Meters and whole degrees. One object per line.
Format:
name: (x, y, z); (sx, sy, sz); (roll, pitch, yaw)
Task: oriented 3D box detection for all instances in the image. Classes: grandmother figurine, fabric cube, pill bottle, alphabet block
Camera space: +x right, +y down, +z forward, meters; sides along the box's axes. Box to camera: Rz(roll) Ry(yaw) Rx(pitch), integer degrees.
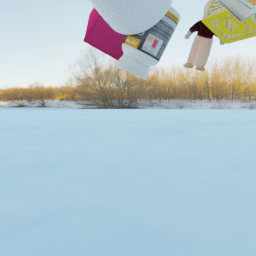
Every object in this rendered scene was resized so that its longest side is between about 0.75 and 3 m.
grandmother figurine: (2.906, -3.429, 10.496); (1.508, 2.486, 0.753); (10, 28, 2)
fabric cube: (-0.329, -3.356, 8.855); (1.536, 1.560, 1.565); (26, -46, -23)
pill bottle: (0.398, -1.832, 5.855); (0.863, 1.482, 0.863); (26, 10, -5)
alphabet block: (3.603, -3.926, 9.150); (1.507, 1.542, 1.515); (28, -13, -29)

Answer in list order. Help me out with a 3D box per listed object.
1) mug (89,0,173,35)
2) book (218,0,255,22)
mug: (-0.359, -2.886, 5.007); (2.018, 1.490, 1.770); (33, 0, 33)
book: (3.066, -3.518, 7.465); (1.697, 1.134, 0.408); (-34, -15, -37)
